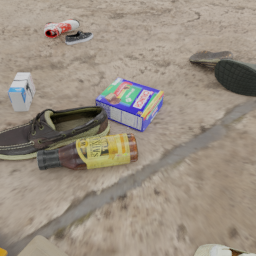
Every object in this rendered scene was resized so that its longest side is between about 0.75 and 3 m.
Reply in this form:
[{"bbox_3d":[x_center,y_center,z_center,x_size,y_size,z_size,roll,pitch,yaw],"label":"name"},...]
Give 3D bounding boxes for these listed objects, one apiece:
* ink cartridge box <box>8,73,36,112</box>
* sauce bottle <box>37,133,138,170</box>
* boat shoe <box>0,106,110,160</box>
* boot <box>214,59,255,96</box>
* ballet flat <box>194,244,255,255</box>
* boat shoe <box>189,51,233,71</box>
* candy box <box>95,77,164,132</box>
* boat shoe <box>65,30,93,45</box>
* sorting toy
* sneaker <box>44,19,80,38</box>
[{"bbox_3d":[-2.875,-0.990,7.640,0.387,0.664,0.919,0,45,0],"label":"ink cartridge box"},{"bbox_3d":[-0.857,0.566,6.074,2.119,0.699,0.699,-9,46,-9],"label":"sauce bottle"},{"bbox_3d":[-1.804,-0.018,6.490,2.768,0.897,1.013,-14,46,-13],"label":"boat shoe"},{"bbox_3d":[3.871,-1.628,8.299,2.529,0.856,1.652,21,43,10],"label":"boot"},{"bbox_3d":[1.771,2.151,4.669,1.278,0.398,0.431,7,45,8],"label":"ballet flat"},{"bbox_3d":[2.595,-2.070,8.833,1.493,0.547,0.556,17,52,45],"label":"boat shoe"},{"bbox_3d":[0.052,-0.658,7.384,1.422,0.548,1.203,22,48,19],"label":"candy box"},{"bbox_3d":[-1.789,-3.374,10.247,1.106,0.366,0.387,-21,49,-20],"label":"boat shoe"},{"bbox_3d":[-1.437,2.502,4.399,2.281,0.311,1.284,26,46,23],"label":"sorting toy"},{"bbox_3d":[-2.489,-3.699,10.532,1.335,0.446,0.716,-5,46,0],"label":"sneaker"}]
